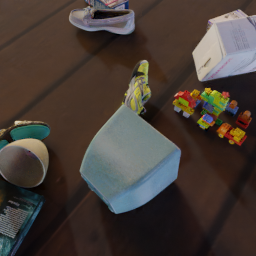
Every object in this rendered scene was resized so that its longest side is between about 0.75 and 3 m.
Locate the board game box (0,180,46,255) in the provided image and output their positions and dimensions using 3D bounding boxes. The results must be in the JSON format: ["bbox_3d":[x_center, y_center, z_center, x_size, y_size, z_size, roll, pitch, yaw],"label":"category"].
[{"bbox_3d":[-3.651,2.117,7.169,2.497,0.352,1.689,17,56,12],"label":"board game box"}]

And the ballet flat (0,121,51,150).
[{"bbox_3d":[-3.515,0.258,8.323,2.328,0.790,0.876,-27,42,-15],"label":"ballet flat"}]

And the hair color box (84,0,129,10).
[{"bbox_3d":[-1.018,-5.795,12.691,1.055,0.638,2.109,-34,61,-22],"label":"hair color box"}]

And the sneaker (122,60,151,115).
[{"bbox_3d":[0.428,-1.309,9.308,0.779,0.768,2.038,12,73,13],"label":"sneaker"}]

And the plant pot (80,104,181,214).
[{"bbox_3d":[-0.066,1.004,7.105,1.945,1.904,1.909,-42,64,-18],"label":"plant pot"}]

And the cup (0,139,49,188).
[{"bbox_3d":[-2.717,0.817,7.666,1.327,1.327,0.949,8,28,6],"label":"cup"}]

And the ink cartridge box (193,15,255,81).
[{"bbox_3d":[3.929,-2.702,9.408,2.915,2.117,1.215,-12,80,-9],"label":"ink cartridge box"}]

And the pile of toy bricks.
[{"bbox_3d":[2.727,-0.677,8.647,2.450,1.210,1.359,35,61,22],"label":"pile of toy bricks"}]

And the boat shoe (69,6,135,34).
[{"bbox_3d":[-1.103,-4.633,11.681,2.836,0.909,1.045,14,55,10],"label":"boat shoe"}]

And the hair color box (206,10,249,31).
[{"bbox_3d":[4.238,-4.286,11.675,1.665,0.539,0.910,-25,59,-15],"label":"hair color box"}]
